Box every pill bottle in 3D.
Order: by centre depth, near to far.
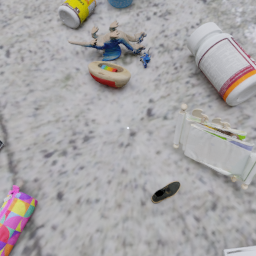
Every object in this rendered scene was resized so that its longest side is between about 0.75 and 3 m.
[{"bbox_3d":[3.042,-2.060,8.877,1.388,1.388,2.534,-25,66,-12],"label":"pill bottle"},{"bbox_3d":[-1.766,-4.567,10.389,0.908,0.908,1.661,27,67,13],"label":"pill bottle"}]

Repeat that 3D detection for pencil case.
[{"bbox_3d":[-3.064,2.465,6.969,0.862,0.862,1.951,18,65,9],"label":"pencil case"}]

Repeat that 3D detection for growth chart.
[{"bbox_3d":[2.277,0.477,7.248,2.478,1.793,0.220,30,47,16],"label":"growth chart"}]

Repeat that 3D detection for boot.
[{"bbox_3d":[1.062,1.667,7.459,0.929,0.642,0.360,-33,68,-16],"label":"boot"}]

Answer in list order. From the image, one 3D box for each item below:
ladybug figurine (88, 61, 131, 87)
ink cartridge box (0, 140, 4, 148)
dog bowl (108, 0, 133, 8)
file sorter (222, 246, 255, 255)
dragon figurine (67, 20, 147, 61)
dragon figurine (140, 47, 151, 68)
[{"bbox_3d":[-0.633,-1.732,9.085,1.506,0.542,1.022,23,36,17],"label":"ladybug figurine"},{"bbox_3d":[-4.618,0.703,7.976,1.496,0.325,1.482,19,60,15],"label":"ink cartridge box"},{"bbox_3d":[-0.305,-5.647,11.137,1.192,0.530,2.139,-1,64,0],"label":"dog bowl"},{"bbox_3d":[3.224,3.695,6.077,1.491,1.338,2.149,-5,64,-2],"label":"file sorter"},{"bbox_3d":[-0.673,-2.840,9.601,2.648,1.317,0.779,-14,65,15],"label":"dragon figurine"},{"bbox_3d":[0.669,-2.416,9.704,0.395,0.234,0.795,32,69,15],"label":"dragon figurine"}]
